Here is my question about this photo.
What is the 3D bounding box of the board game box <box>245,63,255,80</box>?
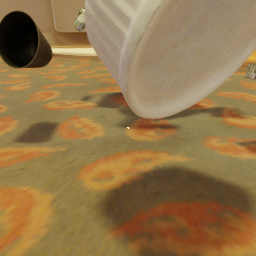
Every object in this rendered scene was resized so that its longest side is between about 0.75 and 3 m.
[{"bbox_3d":[3.283,-1.285,6.574,0.615,0.373,0.771,4,14,-20],"label":"board game box"}]

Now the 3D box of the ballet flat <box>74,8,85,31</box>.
[{"bbox_3d":[-1.817,-4.331,10.987,0.463,0.463,1.288,1,50,4],"label":"ballet flat"}]

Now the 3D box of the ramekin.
[{"bbox_3d":[0.770,-1.578,3.906,2.813,2.813,1.371,-17,57,-38],"label":"ramekin"}]

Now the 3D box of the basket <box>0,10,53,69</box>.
[{"bbox_3d":[-2.648,-2.149,7.489,1.047,1.388,1.540,0,2,0],"label":"basket"}]
